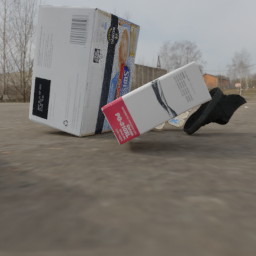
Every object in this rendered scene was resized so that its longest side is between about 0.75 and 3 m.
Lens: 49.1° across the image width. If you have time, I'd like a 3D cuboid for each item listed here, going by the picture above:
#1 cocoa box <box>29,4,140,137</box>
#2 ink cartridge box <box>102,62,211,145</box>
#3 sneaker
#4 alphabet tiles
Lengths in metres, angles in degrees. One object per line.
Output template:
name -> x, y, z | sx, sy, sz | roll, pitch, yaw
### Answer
cocoa box -> -1.072, -1.383, 6.983 | 1.844, 2.765, 1.814 | 16, 14, 31
ink cartridge box -> 0.457, -0.449, 4.984 | 1.671, 0.705, 1.209 | -27, 6, 2
sneaker -> 2.117, -0.311, 6.784 | 0.880, 1.687, 0.507 | 43, -15, -18
alphabet tiles -> 0.916, -0.573, 7.715 | 1.562, 0.117, 1.597 | 20, 54, 25
